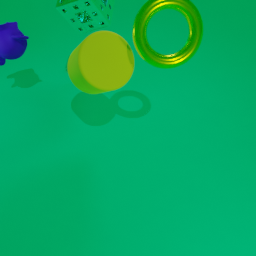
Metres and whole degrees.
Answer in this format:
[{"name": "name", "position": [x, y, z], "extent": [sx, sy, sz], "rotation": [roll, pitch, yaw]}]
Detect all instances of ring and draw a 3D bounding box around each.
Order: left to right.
[{"name": "ring", "position": [0.772, -1.842, 5.402], "extent": [1.384, 1.384, 0.277], "rotation": [-4, 19, -3]}]

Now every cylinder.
[{"name": "cylinder", "position": [-0.656, -1.437, 6.416], "extent": [1.250, 1.250, 1.250], "rotation": [-24, 12, -19]}]

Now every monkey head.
[{"name": "monkey head", "position": [-3.444, -2.405, 7.768], "extent": [1.161, 1.614, 0.972], "rotation": [-10, 78, -51]}]

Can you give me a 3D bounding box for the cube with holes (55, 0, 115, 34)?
[{"name": "cube with holes", "position": [-1.077, -3.308, 7.359], "extent": [1.028, 1.028, 1.028], "rotation": [-4, 66, 27]}]
